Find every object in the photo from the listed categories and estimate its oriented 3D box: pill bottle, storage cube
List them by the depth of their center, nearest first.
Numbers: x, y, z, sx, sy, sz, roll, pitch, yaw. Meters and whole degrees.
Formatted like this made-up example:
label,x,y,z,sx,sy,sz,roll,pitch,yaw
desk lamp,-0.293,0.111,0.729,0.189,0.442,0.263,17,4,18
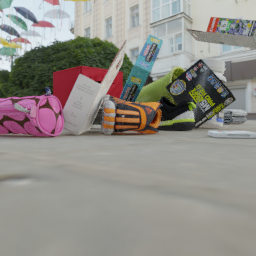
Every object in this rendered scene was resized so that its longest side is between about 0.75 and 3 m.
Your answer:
label,x,y,z,sx,sy,sz,roll,pitch,yaw
pill bottle,2.623,-1.133,9.389,1.228,2.159,1.228,6,-2,0
storage cube,-1.850,-1.354,12.965,2.363,2.485,2.764,-2,2,-43

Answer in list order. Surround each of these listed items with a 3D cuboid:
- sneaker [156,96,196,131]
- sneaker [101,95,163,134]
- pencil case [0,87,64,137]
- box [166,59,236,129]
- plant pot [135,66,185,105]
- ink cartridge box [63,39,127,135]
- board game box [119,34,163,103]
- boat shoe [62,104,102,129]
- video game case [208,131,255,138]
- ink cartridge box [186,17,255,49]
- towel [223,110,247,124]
label,x,y,z,sx,sy,sz,roll,pitch,yaw
sneaker,0.969,-0.422,7.996,2.282,0.945,0.818,2,3,44
sneaker,0.056,-0.235,6.359,1.290,0.893,2.302,4,12,-8
pencil case,-2.136,-0.245,5.121,1.890,0.857,0.885,-2,2,23
box,2.115,-1.053,8.410,1.413,1.764,0.390,-37,-40,15
plant pot,1.287,-0.977,10.856,2.094,2.277,2.277,-12,-5,35
ink cartridge box,-0.751,-0.907,6.408,0.524,2.066,2.345,26,0,-4
board game box,0.317,-1.602,9.043,0.524,1.685,2.232,25,-39,-3
boat shoe,-1.647,-0.403,8.966,2.949,0.840,0.986,0,2,12
video game case,1.857,0.110,4.980,0.735,0.096,0.808,0,2,7
ink cartridge box,2.474,-2.484,7.229,1.711,0.431,0.932,19,6,30
towel,5.335,-0.601,15.585,1.637,0.846,1.977,-4,6,-40
